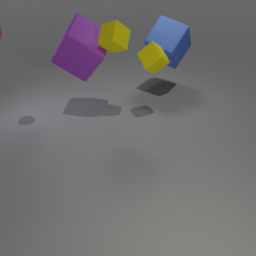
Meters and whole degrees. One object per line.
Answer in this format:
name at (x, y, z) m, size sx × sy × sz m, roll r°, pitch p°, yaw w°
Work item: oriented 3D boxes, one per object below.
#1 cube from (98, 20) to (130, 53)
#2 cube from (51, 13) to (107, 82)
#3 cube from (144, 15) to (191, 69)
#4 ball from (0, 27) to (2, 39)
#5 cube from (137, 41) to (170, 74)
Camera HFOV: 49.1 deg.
cube at (-0.445, -2.913, 8.997) m, size 0.700 × 0.700 × 0.700 m, roll 2°, pitch -11°, yaw 41°
cube at (-1.616, -2.787, 9.763) m, size 1.400 × 1.400 × 1.400 m, roll 29°, pitch 46°, yaw -22°
cube at (1.761, -3.710, 12.190) m, size 1.400 × 1.400 × 1.400 m, roll 31°, pitch 85°, yaw 22°
ball at (-3.892, -2.685, 7.790) m, size 0.700 × 0.700 × 0.700 m, roll 0°, pitch 33°, yaw 0°
cube at (0.876, -2.417, 9.661) m, size 0.700 × 0.700 × 0.700 m, roll 7°, pitch 54°, yaw -57°
